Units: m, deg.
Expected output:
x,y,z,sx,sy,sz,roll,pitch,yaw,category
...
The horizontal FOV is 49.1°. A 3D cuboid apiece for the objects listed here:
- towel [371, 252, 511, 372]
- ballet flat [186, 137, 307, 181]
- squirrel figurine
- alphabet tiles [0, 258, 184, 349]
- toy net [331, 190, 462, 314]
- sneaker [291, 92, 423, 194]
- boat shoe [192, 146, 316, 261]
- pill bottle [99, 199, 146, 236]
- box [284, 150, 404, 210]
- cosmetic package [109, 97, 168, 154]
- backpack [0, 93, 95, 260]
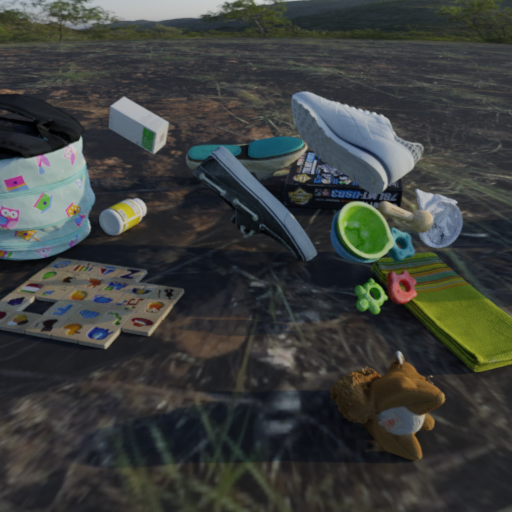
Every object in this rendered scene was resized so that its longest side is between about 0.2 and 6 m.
x,y,z,sx,sy,sz,roll,pitch,yaw,category
2.862,0.673,8.257,1.211,0.254,2.814,-10,29,-14,towel
-0.203,-2.228,13.299,2.899,1.007,1.007,-1,26,13,ballet flat
1.421,1.477,6.164,1.190,0.842,1.110,10,21,13,squirrel figurine
-2.520,0.663,8.561,2.549,0.096,2.130,8,27,14,alphabet tiles
2.364,-0.268,8.367,2.947,0.569,1.546,-21,76,-33,toy net
1.640,-2.139,9.772,1.063,1.009,2.640,-38,60,-9,sneaker
-0.043,-0.745,9.760,2.563,0.816,0.906,46,-4,8,boat shoe
-2.586,-0.793,10.986,0.526,0.526,0.935,12,27,22,pill bottle
2.015,-1.761,12.825,2.494,0.624,2.512,4,27,9,box
-2.433,-2.698,11.579,1.141,0.614,0.484,29,50,7,cosmetic package
-4.818,-1.386,9.997,3.912,2.476,3.265,6,33,14,backpack
